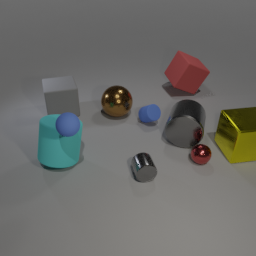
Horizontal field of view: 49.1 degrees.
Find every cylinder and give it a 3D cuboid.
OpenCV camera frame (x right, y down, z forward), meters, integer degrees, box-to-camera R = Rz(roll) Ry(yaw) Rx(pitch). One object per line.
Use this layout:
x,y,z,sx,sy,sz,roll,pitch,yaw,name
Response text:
2.218,-0.184,10.709,1.400,1.400,1.400,9,33,14,cylinder
0.906,-0.610,11.800,0.700,0.700,0.700,-21,5,-30,cylinder
-2.303,0.417,9.480,1.400,1.400,1.400,9,20,-3,cylinder
0.519,1.267,9.056,0.700,0.700,0.700,-7,33,-11,cylinder

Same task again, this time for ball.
2.515,0.896,9.636,0.700,0.700,0.700,0,32,0,ball
-1.723,-0.096,8.030,0.700,0.700,0.700,0,32,0,ball
-0.489,-1.169,12.317,1.400,1.400,1.400,0,32,0,ball

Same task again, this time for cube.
4.117,0.232,9.965,1.400,1.400,1.400,-5,36,-8,cube
2.947,-2.798,14.141,1.400,1.400,1.400,13,35,-29,cube
-2.995,-1.366,12.555,1.400,1.400,1.400,-9,36,-15,cube
